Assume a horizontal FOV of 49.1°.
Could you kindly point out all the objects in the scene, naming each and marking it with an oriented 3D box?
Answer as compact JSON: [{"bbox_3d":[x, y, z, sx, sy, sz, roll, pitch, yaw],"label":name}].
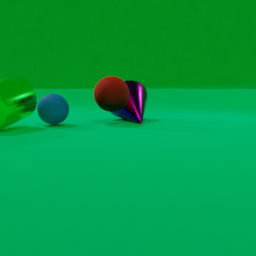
[{"bbox_3d":[-3.249,-0.667,7.353,1.188,1.188,1.188,3,21,20],"label":"cylinder"},{"bbox_3d":[-0.486,-1.008,8.353,1.058,1.058,1.058,0,9,0],"label":"ball"},{"bbox_3d":[0.195,-0.544,8.915,1.455,1.455,1.460,-3,36,-19],"label":"cone"},{"bbox_3d":[-2.156,-0.543,8.092,0.898,0.898,0.898,0,9,0],"label":"ball"}]
